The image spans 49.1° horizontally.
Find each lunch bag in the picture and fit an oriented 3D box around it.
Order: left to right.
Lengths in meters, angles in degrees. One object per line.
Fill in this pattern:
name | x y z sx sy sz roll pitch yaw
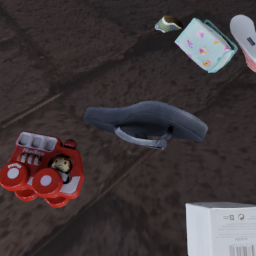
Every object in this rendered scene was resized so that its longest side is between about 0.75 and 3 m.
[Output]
lunch bag | 1.818 -1.849 6.328 1.094 0.783 1.285 47 30 11

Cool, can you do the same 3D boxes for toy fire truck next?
toy fire truck | -1.601 0.737 5.467 1.580 0.886 1.327 9 62 10

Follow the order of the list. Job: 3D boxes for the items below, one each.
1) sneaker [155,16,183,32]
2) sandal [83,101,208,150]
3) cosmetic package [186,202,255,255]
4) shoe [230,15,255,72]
sneaker | 0.907 -2.314 6.323 0.769 0.345 0.258 -12 78 -49
sandal | 0.181 0.056 4.993 2.897 1.102 0.620 1 69 54
cosmetic package | 1.385 1.519 4.044 0.826 0.987 0.821 1 78 -7
shoe | 2.642 -1.838 6.165 0.469 0.598 1.314 -24 63 11
